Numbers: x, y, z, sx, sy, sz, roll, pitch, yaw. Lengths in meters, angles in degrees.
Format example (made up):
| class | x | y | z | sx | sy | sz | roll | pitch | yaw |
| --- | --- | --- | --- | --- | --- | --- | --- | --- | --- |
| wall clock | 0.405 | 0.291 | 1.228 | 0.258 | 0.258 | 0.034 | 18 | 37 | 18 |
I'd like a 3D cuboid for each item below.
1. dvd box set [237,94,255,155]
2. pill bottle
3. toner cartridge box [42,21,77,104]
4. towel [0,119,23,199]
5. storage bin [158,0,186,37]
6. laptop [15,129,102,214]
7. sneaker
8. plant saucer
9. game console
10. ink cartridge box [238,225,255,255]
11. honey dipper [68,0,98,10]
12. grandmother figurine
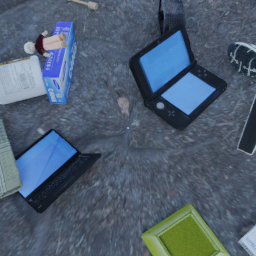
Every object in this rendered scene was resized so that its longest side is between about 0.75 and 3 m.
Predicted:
| class | x | y | z | sx | sy | sz | roll | pitch | yaw |
| --- | --- | --- | --- | --- | --- | --- | --- | --- | --- |
| dvd box set | 3.411 | -0.864 | 6.473 | 0.393 | 1.953 | 2.670 | 26 | 48 | 28 |
| pill bottle | -4.100 | -1.564 | 9.641 | 2.383 | 1.363 | 1.363 | -16 | 58 | -11 |
| toner cartridge box | -2.413 | -2.423 | 10.214 | 0.623 | 1.372 | 2.888 | 2 | 57 | 1 |
| towel | -4.744 | 1.241 | 8.335 | 2.739 | 0.491 | 2.844 | -22 | 56 | -14 |
| storage bin | 1.802 | -4.634 | 11.742 | 0.889 | 1.282 | 1.896 | -1 | 56 | 0 |
| laptop | -2.283 | 1.031 | 7.940 | 2.160 | 2.438 | 1.259 | -44 | 105 | -24 |
| sneaker | 5.123 | -2.515 | 10.596 | 2.799 | 1.086 | 1.208 | 31 | 54 | 9 |
| plant saucer | 1.491 | 2.993 | 7.163 | 1.699 | 0.407 | 1.701 | -27 | 61 | -17 |
| game console | 1.838 | -1.813 | 9.623 | 2.871 | 1.671 | 2.525 | -40 | 65 | -23 |
| ink cartridge box | 3.850 | 3.055 | 7.195 | 1.407 | 0.286 | 1.404 | -31 | 62 | -19 |
| honey dipper | -2.188 | -5.918 | 13.202 | 1.679 | 0.319 | 0.319 | 23 | 59 | 17 |
| grandmother figurine | -2.577 | -2.602 | 8.660 | 1.396 | 0.423 | 0.847 | -9 | 71 | 16 |
